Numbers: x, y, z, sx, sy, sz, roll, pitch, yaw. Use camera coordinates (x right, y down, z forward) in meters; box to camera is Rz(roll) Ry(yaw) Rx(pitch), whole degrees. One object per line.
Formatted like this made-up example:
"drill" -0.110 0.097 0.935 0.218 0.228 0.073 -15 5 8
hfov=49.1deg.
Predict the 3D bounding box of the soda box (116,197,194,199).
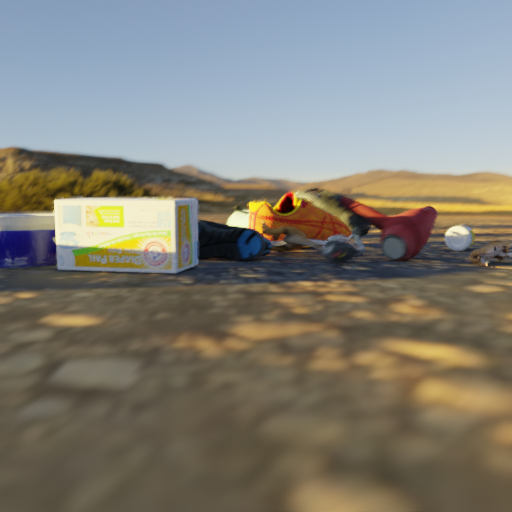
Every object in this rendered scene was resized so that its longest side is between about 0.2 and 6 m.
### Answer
"soda box" -3.628 -1.328 17.680 3.387 1.073 1.199 2 7 28

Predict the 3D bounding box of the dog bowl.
"dog bowl" -3.503 -0.257 8.196 1.782 0.702 1.782 0 6 0

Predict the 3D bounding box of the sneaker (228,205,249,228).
"sneaker" 0.404 -0.944 14.353 2.337 0.860 1.379 -7 15 -38

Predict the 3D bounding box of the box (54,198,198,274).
"box" -1.634 -0.285 7.217 1.639 0.922 0.831 1 7 13

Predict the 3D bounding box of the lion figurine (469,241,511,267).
"lion figurine" 3.305 -0.037 7.973 0.897 0.325 0.549 -6 3 -25

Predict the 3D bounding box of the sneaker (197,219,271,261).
"sneaker" -0.593 -0.208 8.725 1.729 0.633 0.708 12 3 23

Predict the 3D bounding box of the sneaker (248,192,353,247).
"sneaker" 1.018 -0.691 10.992 1.029 1.087 2.819 3 5 43

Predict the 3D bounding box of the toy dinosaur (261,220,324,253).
"toy dinosaur" 0.607 -0.284 9.213 1.041 0.592 1.960 1 6 -5

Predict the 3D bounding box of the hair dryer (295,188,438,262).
"hair dryer" 1.886 -0.621 8.671 2.307 0.627 1.757 3 45 -20

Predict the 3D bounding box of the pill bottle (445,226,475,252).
"pill bottle" 3.775 -0.330 10.334 0.459 0.459 0.819 3 5 27
